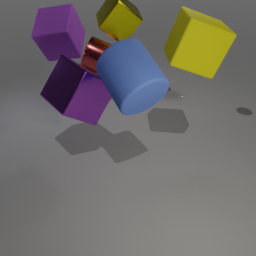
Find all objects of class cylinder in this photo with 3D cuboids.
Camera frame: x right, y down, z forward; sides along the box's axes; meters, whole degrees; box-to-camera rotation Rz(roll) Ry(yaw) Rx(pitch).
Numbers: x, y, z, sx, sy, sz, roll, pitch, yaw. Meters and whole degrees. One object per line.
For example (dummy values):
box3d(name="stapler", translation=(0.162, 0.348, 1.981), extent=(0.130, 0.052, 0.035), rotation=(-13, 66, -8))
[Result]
box3d(name="cylinder", translation=(0.105, -1.280, 7.141), extent=(1.400, 1.400, 1.400), rotation=(-19, 67, -28))
box3d(name="cylinder", translation=(-1.187, -3.093, 12.335), extent=(1.400, 1.400, 1.400), rotation=(22, 32, -7))

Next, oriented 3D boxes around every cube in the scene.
box3d(name="cube", translation=(-0.404, -4.842, 12.271), extent=(1.400, 1.400, 1.400), rotation=(26, 34, -32))
box3d(name="cube", translation=(-1.496, -1.123, 8.479), extent=(1.400, 1.400, 1.400), rotation=(37, 11, 37))
box3d(name="cube", translation=(2.045, -2.539, 8.317), extent=(1.400, 1.400, 1.400), rotation=(15, 34, -13))
box3d(name="cube", translation=(-2.560, -3.551, 10.537), extent=(1.400, 1.400, 1.400), rotation=(-3, 63, 12))
